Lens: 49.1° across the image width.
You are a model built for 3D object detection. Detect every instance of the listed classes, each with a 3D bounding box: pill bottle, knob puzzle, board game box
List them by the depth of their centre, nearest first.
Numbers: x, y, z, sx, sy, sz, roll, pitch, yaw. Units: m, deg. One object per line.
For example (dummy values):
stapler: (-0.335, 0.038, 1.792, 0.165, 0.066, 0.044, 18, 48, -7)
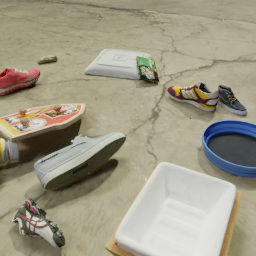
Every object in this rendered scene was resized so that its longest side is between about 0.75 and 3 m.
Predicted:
pill bottle: (-3.680, 0.688, 7.537, 1.336, 0.764, 0.764, -5, 34, -26)
knob puzzle: (-2.656, -0.476, 8.911, 3.159, 0.438, 3.159, -7, 20, 2)
board game box: (0.846, -2.590, 12.351, 0.884, 0.198, 1.688, 9, 43, -12)

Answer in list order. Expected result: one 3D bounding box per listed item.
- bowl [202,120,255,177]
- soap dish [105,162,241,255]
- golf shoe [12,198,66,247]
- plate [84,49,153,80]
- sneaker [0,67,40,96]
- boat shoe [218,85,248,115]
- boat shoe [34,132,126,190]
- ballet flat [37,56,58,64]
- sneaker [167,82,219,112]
bowl: (3.254, 0.550, 8.091, 2.236, 0.439, 2.236, 0, 35, 0)
soap dish: (1.019, 1.931, 5.621, 1.967, 1.015, 2.500, 17, 38, 22)
golf shoe: (-1.867, 2.124, 5.900, 1.441, 0.556, 0.635, 28, 64, 38)
plate: (-0.363, -3.193, 13.413, 2.777, 0.449, 2.771, 9, 36, 11)
sneaker: (-4.502, -2.081, 11.303, 2.083, 0.903, 0.768, -34, 46, -32)
boat shoe: (3.740, -1.032, 10.157, 0.505, 0.648, 1.428, -21, 40, -27)
boat shoe: (-1.244, 0.621, 7.392, 2.557, 0.892, 0.911, -29, 63, -26)
ballet flat: (-3.997, -3.404, 13.829, 1.008, 0.318, 0.346, -12, 37, -15)
sneaker: (2.407, -1.368, 10.384, 2.050, 0.924, 0.768, 24, 41, 29)
